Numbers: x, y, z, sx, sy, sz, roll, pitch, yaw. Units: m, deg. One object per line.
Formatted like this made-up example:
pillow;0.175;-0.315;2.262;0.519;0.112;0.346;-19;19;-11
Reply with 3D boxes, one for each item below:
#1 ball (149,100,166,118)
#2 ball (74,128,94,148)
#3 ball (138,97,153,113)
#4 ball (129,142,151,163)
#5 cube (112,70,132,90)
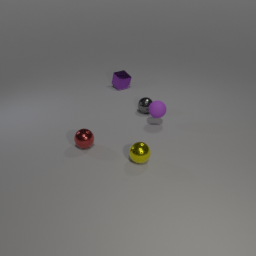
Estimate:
ball;1.161;-0.734;11.015;0.700;0.700;0.700;0;30;0
ball;-1.529;0.365;9.783;0.700;0.700;0.700;0;30;0
ball;0.769;-0.987;12.164;0.700;0.700;0.700;0;30;0
ball;0.386;0.789;9.029;0.700;0.700;0.700;0;30;0
cube;-0.341;-2.491;14.615;0.700;0.700;0.700;-21;54;-32
